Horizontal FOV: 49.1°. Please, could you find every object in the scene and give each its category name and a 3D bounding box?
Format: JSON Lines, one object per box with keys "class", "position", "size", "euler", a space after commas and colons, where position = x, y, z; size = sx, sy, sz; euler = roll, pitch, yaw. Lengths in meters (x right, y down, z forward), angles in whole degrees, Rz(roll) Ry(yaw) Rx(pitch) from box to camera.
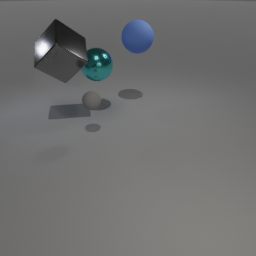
{"class": "ball", "position": [0.417, -3.971, 12.215], "size": [1.400, 1.400, 1.400], "euler": [0, 28, 0]}
{"class": "ball", "position": [-1.348, -1.023, 10.366], "size": [0.700, 0.700, 0.700], "euler": [0, 28, 0]}
{"class": "ball", "position": [-1.336, -2.690, 11.911], "size": [1.400, 1.400, 1.400], "euler": [0, 28, 0]}
{"class": "cube", "position": [-2.502, -2.821, 10.431], "size": [1.400, 1.400, 1.400], "euler": [24, 44, -41]}
